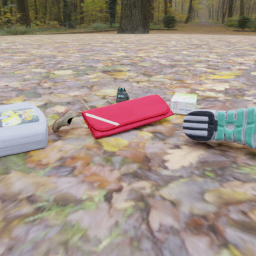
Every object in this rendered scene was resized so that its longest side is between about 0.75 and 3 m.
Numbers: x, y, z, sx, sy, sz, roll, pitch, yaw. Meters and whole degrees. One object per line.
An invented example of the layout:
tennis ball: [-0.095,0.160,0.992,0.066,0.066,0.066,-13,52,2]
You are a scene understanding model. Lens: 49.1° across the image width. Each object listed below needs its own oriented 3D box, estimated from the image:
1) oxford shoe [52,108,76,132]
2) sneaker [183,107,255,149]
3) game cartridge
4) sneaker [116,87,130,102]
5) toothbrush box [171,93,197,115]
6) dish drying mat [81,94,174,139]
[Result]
oxford shoe: [-1.856,-0.153,8.032,0.355,0.949,0.334,51,29,12]
sneaker: [2.883,-0.067,7.087,2.829,1.053,1.238,9,8,20]
game cartridge: [-3.375,-0.075,8.035,1.935,0.594,2.907,-8,24,-27]
sneaker: [-0.186,-1.357,11.058,0.500,0.526,1.327,2,16,2]
toothbrush box: [2.002,-0.871,9.978,0.824,0.487,1.132,7,23,16]
dish drying mat: [0.052,-0.444,8.551,2.782,0.253,1.068,-17,52,-28]
